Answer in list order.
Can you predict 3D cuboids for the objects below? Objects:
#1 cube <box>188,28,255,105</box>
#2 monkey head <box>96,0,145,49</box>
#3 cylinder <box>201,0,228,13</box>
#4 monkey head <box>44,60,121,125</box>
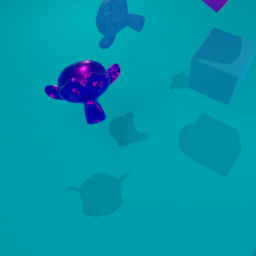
[{"bbox_3d":[2.440,-1.604,7.375,1.231,1.231,1.231,29,69,20],"label":"cube"},{"bbox_3d":[-0.219,-2.796,7.196,1.167,0.977,1.622,16,95,-16],"label":"monkey head"},{"bbox_3d":[1.978,-3.399,6.313,1.083,1.083,1.083,39,62,-3],"label":"cylinder"},{"bbox_3d":[-0.905,-0.806,6.174,1.808,1.301,1.090,-19,26,-4],"label":"monkey head"}]
